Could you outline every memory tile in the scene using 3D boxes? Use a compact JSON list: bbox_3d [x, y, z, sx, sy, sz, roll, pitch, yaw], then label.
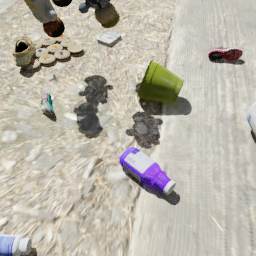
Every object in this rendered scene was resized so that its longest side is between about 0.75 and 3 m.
[{"bbox_3d":[-3.315,-3.203,11.584,2.558,0.215,1.961,-27,52,-24],"label":"memory tile"}]

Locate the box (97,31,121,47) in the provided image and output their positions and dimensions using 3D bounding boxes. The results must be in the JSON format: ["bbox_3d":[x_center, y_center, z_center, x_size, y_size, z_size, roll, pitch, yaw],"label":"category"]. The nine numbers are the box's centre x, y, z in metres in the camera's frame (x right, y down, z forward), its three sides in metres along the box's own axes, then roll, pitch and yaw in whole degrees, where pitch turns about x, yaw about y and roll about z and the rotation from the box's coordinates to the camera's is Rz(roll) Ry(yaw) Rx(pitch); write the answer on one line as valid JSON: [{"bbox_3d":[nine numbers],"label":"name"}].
[{"bbox_3d":[-0.821,-3.923,12.308,0.686,0.181,0.880,26,52,23],"label":"box"}]

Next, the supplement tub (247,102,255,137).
[{"bbox_3d":[4.188,0.170,7.518,1.355,1.355,2.054,-3,47,-3],"label":"supplement tub"}]

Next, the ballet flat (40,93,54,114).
[{"bbox_3d":[-2.674,-0.752,9.147,0.397,0.386,1.117,-26,44,1],"label":"ballet flat"}]

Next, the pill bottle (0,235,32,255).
[{"bbox_3d":[-2.475,2.488,5.905,0.787,0.441,0.441,2,46,1],"label":"pill bottle"}]

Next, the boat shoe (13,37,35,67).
[{"bbox_3d":[-4.062,-3.136,10.952,0.698,0.626,1.887,-7,46,-8],"label":"boat shoe"}]

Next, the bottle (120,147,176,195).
[{"bbox_3d":[0.504,1.106,7.196,1.554,0.507,0.649,34,53,28],"label":"bottle"}]

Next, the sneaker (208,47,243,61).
[{"bbox_3d":[3.890,-3.045,11.203,1.361,0.549,0.508,4,44,5],"label":"sneaker"}]

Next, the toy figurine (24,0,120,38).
[{"bbox_3d":[-1.570,-4.130,8.269,2.810,1.955,2.767,-9,59,13],"label":"toy figurine"}]

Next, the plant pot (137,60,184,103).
[{"bbox_3d":[1.122,-1.410,9.254,1.254,1.303,1.303,22,49,3],"label":"plant pot"}]
